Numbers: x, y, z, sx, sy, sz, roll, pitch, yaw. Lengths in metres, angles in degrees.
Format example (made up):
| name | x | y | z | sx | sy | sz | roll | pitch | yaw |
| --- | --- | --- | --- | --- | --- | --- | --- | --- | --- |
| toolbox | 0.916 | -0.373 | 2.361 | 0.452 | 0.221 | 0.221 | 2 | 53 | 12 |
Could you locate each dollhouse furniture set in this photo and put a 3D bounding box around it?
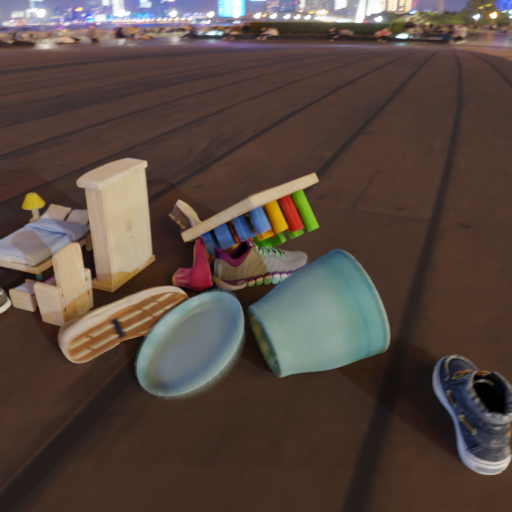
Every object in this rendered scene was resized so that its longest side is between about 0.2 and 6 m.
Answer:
| name | x | y | z | sx | sy | sz | roll | pitch | yaw |
| --- | --- | --- | --- | --- | --- | --- | --- | --- | --- |
| dollhouse furniture set | -3.893 | -0.603 | 10.229 | 3.136 | 2.047 | 2.961 | 10 | 28 | 21 |

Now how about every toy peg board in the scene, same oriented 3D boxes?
| name | x | y | z | sx | sy | sz | roll | pitch | yaw |
| --- | --- | --- | --- | --- | --- | --- | --- | --- | --- |
| toy peg board | 0.048 | -0.551 | 10.459 | 1.996 | 0.976 | 1.988 | -23 | 3 | 43 |

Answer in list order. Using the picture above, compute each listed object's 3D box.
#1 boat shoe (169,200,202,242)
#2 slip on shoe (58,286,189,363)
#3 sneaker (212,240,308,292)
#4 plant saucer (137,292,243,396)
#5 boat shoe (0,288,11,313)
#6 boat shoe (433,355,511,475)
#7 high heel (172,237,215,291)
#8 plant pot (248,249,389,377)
| name | x | y | z | sx | sy | sz | roll | pitch | yaw |
| --- | --- | --- | --- | --- | --- | --- | --- | --- | --- |
| boat shoe | -1.388 | -0.590 | 11.928 | 0.556 | 0.461 | 1.548 | 27 | 18 | -50 |
| slip on shoe | -2.016 | 0.953 | 8.563 | 2.010 | 0.764 | 0.609 | -26 | 32 | -23 |
| sneaker | 0.130 | 0.046 | 10.260 | 1.945 | 0.851 | 0.724 | -14 | 30 | -25 |
| plant saucer | -0.884 | 1.234 | 7.812 | 1.736 | 0.238 | 1.736 | -23 | 36 | 18 |
| boat shoe | -5.308 | 0.481 | 9.509 | 2.449 | 0.737 | 0.873 | 9 | 28 | 17 |
| boat shoe | 2.739 | 1.658 | 6.978 | 0.696 | 0.893 | 1.966 | 1 | 27 | 3 |
| high heel | -0.855 | 0.072 | 10.463 | 0.794 | 0.557 | 1.655 | 3 | 30 | 25 |
| plant pot | 0.777 | 0.927 | 7.878 | 1.519 | 1.617 | 1.617 | -22 | 32 | -14 |
